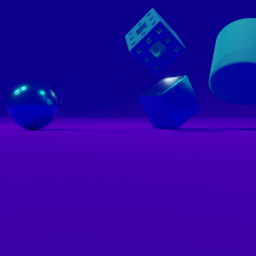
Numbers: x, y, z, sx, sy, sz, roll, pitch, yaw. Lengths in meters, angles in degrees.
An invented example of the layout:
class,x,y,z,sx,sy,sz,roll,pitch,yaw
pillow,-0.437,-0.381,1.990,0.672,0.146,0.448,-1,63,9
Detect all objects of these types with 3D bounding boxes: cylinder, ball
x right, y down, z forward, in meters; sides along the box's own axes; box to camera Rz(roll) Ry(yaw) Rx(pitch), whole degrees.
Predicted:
class,x,y,z,sx,sy,sz,roll,pitch,yaw
cylinder,2.614,-1.457,6.291,1.379,1.379,1.379,14,-29,8
ball,-2.110,-0.503,6.221,1.082,1.082,1.082,0,2,0

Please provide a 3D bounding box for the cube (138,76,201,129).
class,x,y,z,sx,sy,sz,roll,pitch,yaw
cube,0.971,-0.586,6.583,0.899,0.899,0.899,-37,19,-25

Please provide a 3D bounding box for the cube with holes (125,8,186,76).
class,x,y,z,sx,sy,sz,roll,pitch,yaw
cube with holes,0.509,-1.661,5.427,0.755,0.755,0.755,36,26,-30
